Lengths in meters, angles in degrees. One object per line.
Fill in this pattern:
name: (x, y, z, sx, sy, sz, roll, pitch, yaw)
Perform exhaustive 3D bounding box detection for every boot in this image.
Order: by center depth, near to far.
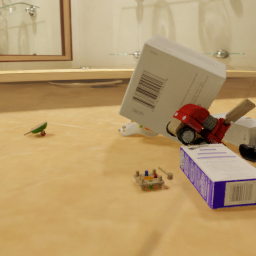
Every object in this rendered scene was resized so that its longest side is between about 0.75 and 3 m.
boot: (4.501, 0.771, 7.887, 1.545, 0.819, 2.347, -13, 9, -30)

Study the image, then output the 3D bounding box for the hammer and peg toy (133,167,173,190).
hammer and peg toy: (0.622, 1.229, 6.835, 0.873, 0.308, 0.642, -4, 14, -15)

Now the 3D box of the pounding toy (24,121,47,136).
pounding toy: (-3.420, 0.137, 10.791, 0.912, 0.423, 0.704, -24, 16, 19)

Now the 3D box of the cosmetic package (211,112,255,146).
cosmetic package: (3.945, 0.031, 10.143, 1.140, 0.830, 2.243, -8, 18, -22)

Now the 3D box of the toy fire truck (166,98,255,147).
toy fire truck: (2.394, -0.186, 8.002, 1.748, 1.986, 1.277, 34, 3, -23)

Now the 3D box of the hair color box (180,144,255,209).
hair color box: (2.142, 1.052, 6.722, 1.210, 0.717, 2.214, -2, 17, -6)

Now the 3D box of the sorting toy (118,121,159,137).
sorting toy: (0.308, -0.075, 11.084, 1.396, 0.829, 1.551, -22, 19, -7)

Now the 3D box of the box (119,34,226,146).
box: (1.492, -1.310, 9.557, 2.717, 2.703, 1.776, 25, 32, 5)
